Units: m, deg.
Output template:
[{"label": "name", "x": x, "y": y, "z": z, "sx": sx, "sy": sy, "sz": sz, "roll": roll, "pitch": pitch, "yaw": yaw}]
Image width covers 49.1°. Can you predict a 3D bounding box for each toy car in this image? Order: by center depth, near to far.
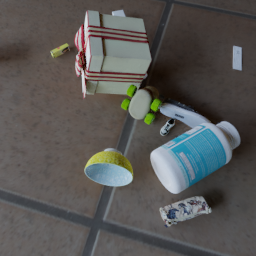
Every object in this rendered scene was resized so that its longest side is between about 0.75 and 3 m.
[{"label": "toy car", "x": 0.786, "y": -1.165, "z": 11.301, "sx": 1.359, "sy": 1.305, "sz": 1.655, "roll": 32, "pitch": 37, "yaw": 12}]

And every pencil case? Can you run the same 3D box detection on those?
[{"label": "pencil case", "x": 1.892, "y": 2.741, "z": 9.228, "sx": 1.598, "sy": 0.622, "sz": 0.715, "roll": -15, "pitch": 37, "yaw": -8}]

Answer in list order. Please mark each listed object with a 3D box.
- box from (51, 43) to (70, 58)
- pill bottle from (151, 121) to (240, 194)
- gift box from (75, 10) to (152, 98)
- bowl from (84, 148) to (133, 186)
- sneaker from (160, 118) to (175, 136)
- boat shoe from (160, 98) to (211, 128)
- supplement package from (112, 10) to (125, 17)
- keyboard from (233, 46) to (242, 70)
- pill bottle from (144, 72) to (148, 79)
[{"label": "box", "x": -3.101, "y": -3.546, "z": 12.838, "sx": 0.853, "sy": 0.321, "sz": 0.214, "roll": -31, "pitch": 66, "yaw": -15}, {"label": "pill bottle", "x": 2.387, "y": 0.873, "z": 9.675, "sx": 2.955, "sy": 1.637, "sz": 1.637, "roll": -27, "pitch": 65, "yaw": -13}, {"label": "gift box", "x": -0.796, "y": -2.667, "z": 11.155, "sx": 2.612, "sy": 2.797, "sz": 2.581, "roll": 2, "pitch": 55, "yaw": -17}, {"label": "bowl", "x": -0.566, "y": 1.204, "z": 9.325, "sx": 1.602, "sy": 1.602, "sz": 0.862, "roll": 8, "pitch": 53, "yaw": 4}, {"label": "sneaker", "x": 1.539, "y": -0.074, "z": 10.926, "sx": 0.315, "sy": 0.365, "sz": 0.832, "roll": 32, "pitch": 68, "yaw": 14}, {"label": "boat shoe", "x": 2.307, "y": -0.599, "z": 11.014, "sx": 2.109, "sy": 0.737, "sz": 0.699, "roll": 21, "pitch": 57, "yaw": 10}, {"label": "supplement package", "x": -0.387, "y": -5.180, "z": 13.589, "sx": 0.544, "sy": 0.546, "sz": 0.931, "roll": -13, "pitch": 62, "yaw": -7}, {"label": "keyboard", "x": 4.999, "y": -3.205, "z": 12.790, "sx": 0.392, "sy": 0.074, "sz": 1.392, "roll": 10, "pitch": 62, "yaw": 5}, {"label": "pill bottle", "x": 0.531, "y": -2.596, "z": 12.217, "sx": 0.482, "sy": 0.482, "sz": 0.871, "roll": -10, "pitch": 60, "yaw": -5}]
